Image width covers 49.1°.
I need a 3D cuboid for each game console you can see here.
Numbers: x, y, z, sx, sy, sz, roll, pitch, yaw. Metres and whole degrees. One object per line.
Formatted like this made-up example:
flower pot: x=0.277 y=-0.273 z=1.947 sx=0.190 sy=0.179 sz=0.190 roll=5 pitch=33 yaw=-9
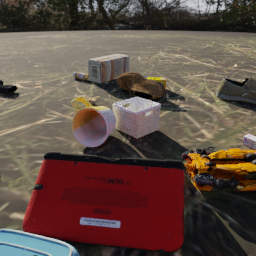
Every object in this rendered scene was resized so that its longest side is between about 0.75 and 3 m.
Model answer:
game console: x=-0.309 y=1.384 z=5.963 sx=2.851 sy=1.692 sz=2.457 roll=3 pitch=55 yaw=7

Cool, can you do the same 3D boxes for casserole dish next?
casserole dish: x=-1.642 y=2.088 z=4.217 sx=2.055 sy=0.399 sz=1.245 roll=8 pitch=25 yaw=15

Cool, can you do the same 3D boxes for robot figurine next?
robot figurine: x=2.299 y=0.967 z=6.473 sx=2.120 sy=0.617 sz=1.537 roll=-2 pitch=24 yaw=-5

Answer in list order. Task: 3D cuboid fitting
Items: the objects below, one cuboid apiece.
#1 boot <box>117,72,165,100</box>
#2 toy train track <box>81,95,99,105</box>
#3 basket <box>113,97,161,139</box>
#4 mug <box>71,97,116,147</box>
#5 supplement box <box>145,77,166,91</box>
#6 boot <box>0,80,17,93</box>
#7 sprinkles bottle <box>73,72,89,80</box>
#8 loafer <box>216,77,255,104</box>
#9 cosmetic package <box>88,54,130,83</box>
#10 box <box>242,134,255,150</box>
boot: x=0.317 y=-1.873 z=12.687 sx=2.629 sy=0.968 sz=0.992 roll=22 pitch=43 yaw=37
toy train track: x=-1.661 y=-1.189 z=11.932 sx=0.753 sy=0.214 sz=1.313 roll=-21 pitch=25 yaw=-26
basket: x=0.273 y=-0.374 z=9.115 sx=1.158 sy=0.940 sz=1.169 roll=-21 pitch=32 yaw=-39
mug: x=-0.940 y=-0.286 z=8.477 sx=1.164 sy=1.454 sz=1.193 roll=-6 pitch=12 yaw=21
supplement box: x=1.321 y=-2.139 z=13.597 sx=1.021 sy=0.559 sz=0.556 roll=2 pitch=24 yaw=3
boot: x=-5.882 y=-2.000 z=13.445 sx=1.228 sy=0.403 sz=1.012 roll=2 pitch=35 yaw=15
sprinkles bottle: x=-2.579 y=-2.875 z=15.527 sx=1.038 sy=0.354 sz=0.354 roll=15 pitch=28 yaw=30
loafer: x=5.230 y=-1.623 z=11.914 sx=2.776 sy=0.967 sz=1.044 roll=7 pitch=25 yaw=15
cosmetic package: x=-1.024 y=-3.333 z=15.541 sx=1.024 sy=1.213 sz=2.347 roll=19 pitch=32 yaw=34
box: x=3.879 y=0.569 z=7.791 sx=0.275 sy=0.295 sz=1.422 roll=-14 pitch=28 yaw=-29
